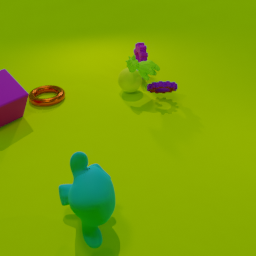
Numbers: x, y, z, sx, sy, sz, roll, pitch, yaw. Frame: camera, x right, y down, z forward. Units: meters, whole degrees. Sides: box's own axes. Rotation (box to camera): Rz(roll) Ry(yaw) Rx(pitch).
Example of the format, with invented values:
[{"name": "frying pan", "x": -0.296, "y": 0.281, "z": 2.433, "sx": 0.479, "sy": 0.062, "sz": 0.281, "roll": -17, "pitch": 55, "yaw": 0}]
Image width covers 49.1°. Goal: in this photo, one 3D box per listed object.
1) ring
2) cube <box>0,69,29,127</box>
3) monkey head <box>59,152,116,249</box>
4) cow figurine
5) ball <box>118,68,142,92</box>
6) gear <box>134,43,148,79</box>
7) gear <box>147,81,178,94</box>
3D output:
[{"name": "ring", "x": -2.978, "y": -1.208, "z": 10.298, "sx": 1.337, "sy": 0.267, "sz": 1.337, "roll": 0, "pitch": 35, "yaw": 0}, {"name": "cube", "x": -4.023, "y": -0.871, "z": 8.688, "sx": 1.192, "sy": 1.192, "sz": 1.192, "roll": 45, "pitch": 46, "yaw": 8}, {"name": "monkey head", "x": -0.900, "y": 1.367, "z": 5.607, "sx": 1.324, "sy": 1.840, "sz": 1.109, "roll": -10, "pitch": 1, "yaw": 10}, {"name": "cow figurine", "x": 0.485, "y": -2.142, "z": 9.687, "sx": 1.025, "sy": 0.572, "sz": 1.041, "roll": 46, "pitch": 47, "yaw": 6}, {"name": "ball", "x": 0.069, "y": -1.802, "z": 10.546, "sx": 0.920, "sy": 0.920, "sz": 0.920, "roll": 0, "pitch": 36, "yaw": 0}, {"name": "gear", "x": 0.495, "y": -2.706, "z": 11.361, "sx": 0.265, "sy": 1.435, "sz": 1.435, "roll": -4, "pitch": 36, "yaw": -12}, {"name": "gear", "x": 1.209, "y": -1.430, "z": 9.900, "sx": 1.052, "sy": 0.194, "sz": 1.052, "roll": -1, "pitch": -6, "yaw": 0}]
